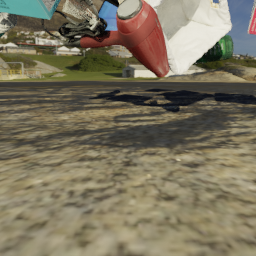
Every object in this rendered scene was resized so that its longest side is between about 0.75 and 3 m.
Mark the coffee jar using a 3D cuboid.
[{"bbox_3d":[2.564,-2.731,9.927,2.062,0.880,1.075,-11,13,-11],"label":"coffee jar"}]

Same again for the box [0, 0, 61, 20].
[{"bbox_3d":[-2.335,-2.724,5.180,2.399,0.987,0.590,16,-17,19],"label":"box"}]

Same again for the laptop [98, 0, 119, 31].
[{"bbox_3d":[-0.028,-3.984,10.312,1.952,1.137,2.202,19,5,-25],"label":"laptop"}]

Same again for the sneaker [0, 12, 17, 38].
[{"bbox_3d":[-3.839,-3.395,8.232,1.026,1.054,2.646,34,31,-33],"label":"sneaker"}]

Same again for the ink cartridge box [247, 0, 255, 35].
[{"bbox_3d":[4.033,-2.705,6.167,2.321,0.968,1.686,15,48,17],"label":"ink cartridge box"}]

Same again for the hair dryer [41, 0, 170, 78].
[{"bbox_3d":[-0.242,-1.826,5.344,2.704,0.735,2.060,29,-14,-15],"label":"hair dryer"}]

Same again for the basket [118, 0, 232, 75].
[{"bbox_3d":[1.238,-2.993,7.403,2.142,2.123,1.723,-42,43,-7],"label":"basket"}]
